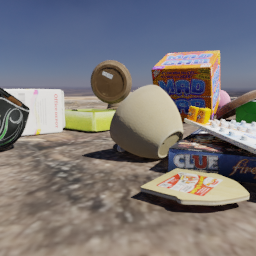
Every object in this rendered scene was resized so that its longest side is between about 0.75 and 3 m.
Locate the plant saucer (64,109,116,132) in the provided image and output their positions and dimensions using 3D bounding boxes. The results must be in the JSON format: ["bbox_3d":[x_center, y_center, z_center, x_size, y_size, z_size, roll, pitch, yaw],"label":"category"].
[{"bbox_3d":[-1.290,-0.365,10.263,2.454,0.588,2.457,6,9,36],"label":"plant saucer"}]

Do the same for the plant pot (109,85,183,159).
[{"bbox_3d":[0.509,0.037,5.582,1.478,1.478,0.992,-8,41,-43],"label":"plant pot"}]

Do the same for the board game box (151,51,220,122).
[{"bbox_3d":[2.565,-1.789,11.920,2.320,2.320,2.322,4,31,25],"label":"board game box"}]

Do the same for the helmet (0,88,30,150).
[{"bbox_3d":[-3.044,-0.158,6.232,1.429,1.363,1.429,36,0,0],"label":"helmet"}]

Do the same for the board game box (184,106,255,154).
[{"bbox_3d":[2.792,0.113,4.782,2.733,0.354,2.733,4,12,-18],"label":"board game box"}]

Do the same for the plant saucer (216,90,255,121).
[{"bbox_3d":[4.630,-0.975,11.384,2.386,0.411,2.386,-21,-13,-5],"label":"plant saucer"}]

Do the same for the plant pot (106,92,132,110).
[{"bbox_3d":[-0.246,-1.430,15.504,2.144,0.989,2.144,-9,6,1],"label":"plant pot"}]

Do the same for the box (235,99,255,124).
[{"bbox_3d":[5.467,-0.599,10.577,1.827,1.001,2.071,-7,11,-42],"label":"box"}]

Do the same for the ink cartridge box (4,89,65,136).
[{"bbox_3d":[-3.096,-0.527,8.801,2.143,1.377,1.342,-5,9,-39],"label":"ink cartridge box"}]

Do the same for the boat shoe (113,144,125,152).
[{"bbox_3d":[-0.060,0.383,6.447,0.259,0.273,0.782,5,16,34],"label":"boat shoe"}]

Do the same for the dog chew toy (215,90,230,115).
[{"bbox_3d":[4.296,-1.289,14.808,2.146,1.336,1.336,-10,11,-18],"label":"dog chew toy"}]

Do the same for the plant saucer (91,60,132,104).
[{"bbox_3d":[-0.621,-1.571,9.704,1.524,1.524,0.225,2,14,16],"label":"plant saucer"}]

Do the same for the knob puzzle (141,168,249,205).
[{"bbox_3d":[0.931,0.811,3.608,1.292,0.179,1.292,0,8,0],"label":"knob puzzle"}]

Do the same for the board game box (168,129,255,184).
[{"bbox_3d":[1.982,0.419,5.370,1.755,0.448,2.591,3,9,24],"label":"board game box"}]
